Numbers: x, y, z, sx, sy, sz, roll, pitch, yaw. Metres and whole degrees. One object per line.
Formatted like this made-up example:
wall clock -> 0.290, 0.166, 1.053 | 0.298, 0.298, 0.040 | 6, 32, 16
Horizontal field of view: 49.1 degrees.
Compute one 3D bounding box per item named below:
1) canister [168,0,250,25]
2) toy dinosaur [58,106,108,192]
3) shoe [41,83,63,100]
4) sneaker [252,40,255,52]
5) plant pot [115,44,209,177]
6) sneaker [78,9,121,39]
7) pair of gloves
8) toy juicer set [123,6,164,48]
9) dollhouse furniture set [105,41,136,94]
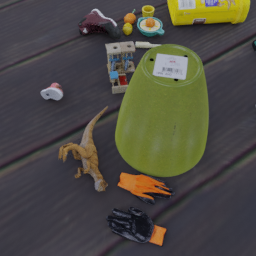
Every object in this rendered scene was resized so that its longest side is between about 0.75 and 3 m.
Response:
canister -> 3.147, -5.138, 11.369 | 2.811, 1.216, 2.088 | -4, 56, -1
toy dinosaur -> -1.176, 0.603, 7.867 | 1.395, 0.793, 2.626 | 4, 59, -25
shoe -> -2.274, -1.188, 8.826 | 1.174, 0.419, 0.534 | 4, 42, 48
sneaker -> 5.190, -2.906, 10.358 | 1.239, 0.461, 0.542 | 39, 53, 12
plant pot -> 0.972, -0.568, 7.222 | 2.697, 2.882, 2.697 | 0, 56, 0
sneaker -> -1.212, -3.777, 10.792 | 1.187, 0.778, 2.056 | -32, 51, -14
pair of gloves -> 0.336, 1.992, 7.102 | 1.538, 0.213, 1.726 | 14, 60, 8
toy juicer set -> 0.594, -3.892, 10.847 | 1.514, 0.647, 2.379 | -13, 57, -9
dollhouse furniture set -> -0.161, -2.033, 9.375 | 0.969, 0.975, 1.383 | -8, 55, -6
